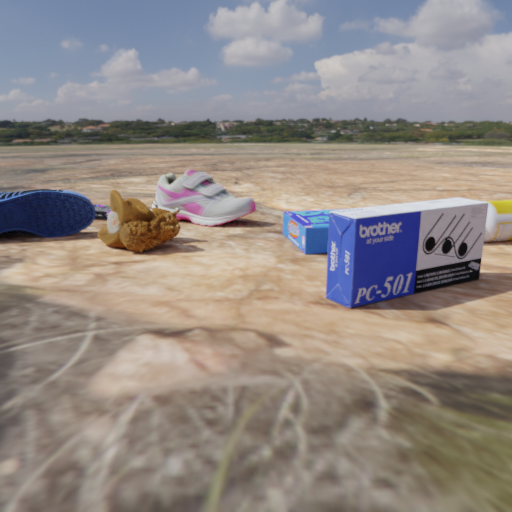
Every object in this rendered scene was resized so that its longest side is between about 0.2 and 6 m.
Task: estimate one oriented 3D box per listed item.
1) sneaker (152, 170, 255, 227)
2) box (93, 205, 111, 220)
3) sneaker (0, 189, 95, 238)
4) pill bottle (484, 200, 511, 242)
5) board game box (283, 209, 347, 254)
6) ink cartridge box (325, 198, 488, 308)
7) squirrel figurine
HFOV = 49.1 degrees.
[{"bbox_3d":[-1.238,-1.310,12.344,2.563,1.131,1.043,5,15,21],"label":"sneaker"},{"bbox_3d":[-3.546,-1.015,13.075,1.229,0.222,0.879,7,15,22],"label":"box"},{"bbox_3d":[-4.627,-0.889,10.966,2.821,0.989,1.099,-6,23,-17],"label":"sneaker"},{"bbox_3d":[4.468,-0.649,10.472,1.360,0.762,0.762,-3,14,-13],"label":"pill bottle"},{"bbox_3d":[1.769,-0.502,10.408,2.247,0.506,1.709,-3,14,-11],"label":"board game box"},{"bbox_3d":[2.057,-0.103,7.495,2.450,1.152,0.542,-8,17,-30],"label":"ink cartridge box"},{"bbox_3d":[-1.921,-0.515,10.094,1.299,0.985,1.392,1,24,-44],"label":"squirrel figurine"}]
